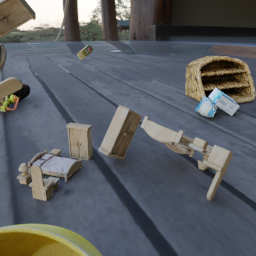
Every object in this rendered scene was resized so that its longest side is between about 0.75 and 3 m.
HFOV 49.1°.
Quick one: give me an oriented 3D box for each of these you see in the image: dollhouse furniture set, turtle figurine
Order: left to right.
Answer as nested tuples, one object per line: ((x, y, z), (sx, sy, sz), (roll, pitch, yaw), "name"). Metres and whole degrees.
((-2.189, -1.497, 4.492), (0.910, 1.065, 2.056), (-23, 54, 13), "dollhouse furniture set")
((-5.356, -1.087, 11.584), (1.815, 0.725, 2.251), (-16, 42, -13), "turtle figurine")
((-1.840, 0.681, 6.856), (1.127, 0.963, 2.175), (7, 23, 17), "dollhouse furniture set")
((0.990, 0.658, 7.016), (2.931, 1.298, 1.519), (24, 0, 30), "dollhouse furniture set")

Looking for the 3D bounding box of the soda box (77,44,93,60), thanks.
((-1.880, -3.349, 12.352), (0.305, 0.323, 0.953), (-22, 25, 30), "soda box")

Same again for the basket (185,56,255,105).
((4.323, -2.293, 13.008), (2.767, 1.975, 2.061), (-6, 21, -13), "basket")

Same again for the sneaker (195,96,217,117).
((3.137, -0.795, 11.186), (0.700, 0.663, 1.734), (31, 22, 7), "sneaker")

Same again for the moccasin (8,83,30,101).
((-5.724, -1.542, 12.729), (2.522, 0.922, 0.973), (-25, 40, -30), "moccasin")

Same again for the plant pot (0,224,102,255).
((-0.904, 1.888, 3.003), (1.927, 1.927, 1.368), (2, -6, 5), "plant pot")

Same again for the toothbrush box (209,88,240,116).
((3.902, -1.085, 11.445), (0.882, 0.514, 1.204), (32, 19, -8), "toothbrush box")
